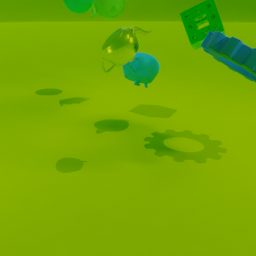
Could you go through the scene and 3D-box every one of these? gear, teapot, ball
[{"bbox_3d":[2.509,-1.440,6.088,1.923,0.356,1.923,29,15,-9],"label":"gear"},{"bbox_3d":[-0.584,-3.908,8.837,1.655,1.029,0.810,-32,55,-15],"label":"teapot"},{"bbox_3d":[-0.072,-1.394,4.855,1.102,0.540,0.685,-45,28,9],"label":"teapot"},{"bbox_3d":[0.338,-1.531,7.620,1.026,0.808,1.650,11,-4,21],"label":"teapot"},{"bbox_3d":[-1.764,-4.654,9.947,1.106,1.106,1.106,0,23,0],"label":"ball"}]

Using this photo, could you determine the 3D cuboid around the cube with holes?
[{"bbox_3d":[2.201,-2.992,8.185,0.964,0.964,0.964,-19,-1,22],"label":"cube with holes"}]
